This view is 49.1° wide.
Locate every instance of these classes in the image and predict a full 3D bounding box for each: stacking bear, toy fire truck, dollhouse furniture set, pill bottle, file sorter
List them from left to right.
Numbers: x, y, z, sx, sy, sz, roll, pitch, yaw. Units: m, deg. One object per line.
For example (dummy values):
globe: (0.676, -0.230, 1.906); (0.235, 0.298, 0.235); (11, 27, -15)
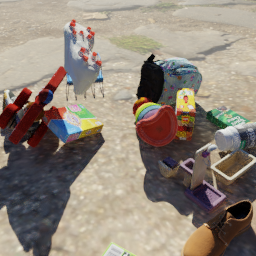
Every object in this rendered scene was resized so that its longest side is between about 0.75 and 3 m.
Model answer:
toy fire truck: (-3.080, -0.792, 9.549); (1.526, 2.285, 2.721); (35, 34, -15)
file sorter: (-2.243, -3.089, 14.127); (1.779, 1.092, 1.235); (-8, 36, -10)
stacking bear: (0.800, -0.406, 10.255); (1.414, 1.324, 2.328); (-33, 28, 1)
dollhouse furniture set: (2.521, 0.662, 8.247); (2.564, 1.820, 2.032); (-24, 42, -30)
pill bottle: (3.816, 0.324, 9.554); (1.512, 0.855, 0.855); (-9, 37, -13)

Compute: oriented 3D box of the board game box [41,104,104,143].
board game box: (-1.963, -0.218, 10.015); (1.391, 0.367, 1.818); (40, 33, 22)

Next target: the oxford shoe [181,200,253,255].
oxford shoe: (2.142, 2.423, 6.673); (2.338, 0.833, 0.834); (-27, 45, -30)

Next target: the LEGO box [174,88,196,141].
LEGO box: (2.085, -0.534, 10.406); (0.649, 1.253, 1.682); (5, 35, 8)

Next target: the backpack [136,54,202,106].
backpack: (1.822, -2.003, 12.043); (2.610, 2.178, 1.652); (-16, 55, -27)

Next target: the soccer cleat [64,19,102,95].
soccer cleat: (-1.382, -2.029, 7.651); (0.949, 1.062, 2.739); (16, 37, -30)

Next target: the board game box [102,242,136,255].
board game box: (-0.516, 3.521, 5.546); (1.152, 0.362, 2.412); (19, 37, 25)

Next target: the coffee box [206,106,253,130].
coffee box: (3.932, -0.279, 10.823); (0.983, 0.351, 1.598); (-19, 40, -24)

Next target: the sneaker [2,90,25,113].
sneaker: (-4.451, -0.785, 11.306); (1.014, 0.875, 2.314); (-3, 36, -32)
